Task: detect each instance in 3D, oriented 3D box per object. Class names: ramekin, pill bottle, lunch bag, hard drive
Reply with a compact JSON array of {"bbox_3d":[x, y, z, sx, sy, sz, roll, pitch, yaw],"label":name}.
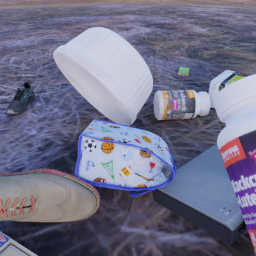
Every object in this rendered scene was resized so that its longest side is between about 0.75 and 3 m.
[{"bbox_3d":[-0.610,-1.530,8.161,1.399,3.005,3.005,-48,47,-12],"label":"ramekin"},{"bbox_3d":[1.728,-0.763,9.106,1.664,0.968,0.968,-3,29,-7],"label":"pill bottle"},{"bbox_3d":[-0.005,0.615,6.056,1.951,1.208,1.659,8,15,0],"label":"lunch bag"},{"bbox_3d":[2.259,0.544,4.280,1.459,1.459,2.618,-8,69,-15],"label":"pill bottle"},{"bbox_3d":[2.111,1.080,5.903,2.699,0.444,1.883,-25,26,-33],"label":"hard drive"}]

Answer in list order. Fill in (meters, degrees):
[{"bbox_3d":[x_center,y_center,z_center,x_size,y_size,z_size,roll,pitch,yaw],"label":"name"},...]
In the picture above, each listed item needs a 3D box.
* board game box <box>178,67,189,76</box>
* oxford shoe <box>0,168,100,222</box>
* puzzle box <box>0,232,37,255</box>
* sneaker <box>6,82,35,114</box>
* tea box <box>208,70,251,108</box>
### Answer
[{"bbox_3d":[2.676,-2.710,13.453,0.474,0.149,0.991,6,27,13],"label":"board game box"},{"bbox_3d":[-1.966,1.318,4.872,2.961,1.043,1.107,7,12,-8],"label":"oxford shoe"},{"bbox_3d":[-1.866,2.411,4.121,2.035,0.259,1.354,16,32,27],"label":"puzzle box"},{"bbox_3d":[-3.860,-1.064,9.954,0.647,0.680,1.716,3,31,2],"label":"sneaker"},{"bbox_3d":[3.855,-1.262,9.921,1.509,1.025,1.533,20,35,32],"label":"tea box"}]
